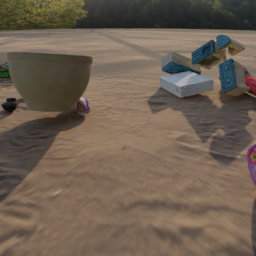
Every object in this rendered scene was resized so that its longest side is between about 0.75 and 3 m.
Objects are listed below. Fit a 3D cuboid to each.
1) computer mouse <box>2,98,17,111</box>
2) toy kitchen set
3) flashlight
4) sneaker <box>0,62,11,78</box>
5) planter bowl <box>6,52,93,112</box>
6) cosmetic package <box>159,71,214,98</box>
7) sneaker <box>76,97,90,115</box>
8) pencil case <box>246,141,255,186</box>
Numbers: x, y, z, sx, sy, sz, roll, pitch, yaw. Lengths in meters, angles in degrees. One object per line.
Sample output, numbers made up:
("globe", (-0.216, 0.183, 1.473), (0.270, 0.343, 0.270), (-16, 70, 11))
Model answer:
("computer mouse", (-3.715, -0.744, 8.851), (0.415, 0.241, 1.417), (-13, 20, -16))
("toy kitchen set", (2.758, -2.030, 10.518), (1.650, 2.244, 2.801), (11, -20, -30))
("flashlight", (4.306, -1.629, 9.834), (0.993, 0.996, 2.932), (1, 21, -11))
("sneaker", (-5.312, -2.805, 12.740), (2.112, 0.900, 0.824), (0, 23, 2))
("planter bowl", (-2.082, -1.251, 7.663), (2.226, 1.498, 2.226), (2, 13, -1))
("cosmetic package", (2.124, -1.662, 10.434), (1.325, 0.454, 1.757), (-15, 25, -13))
("sneaker", (-1.386, -0.720, 8.475), (0.504, 0.459, 1.141), (-6, 22, -33))
("pencil case", (3.209, 0.341, 5.105), (2.546, 1.113, 1.113), (-16, 28, -35))
